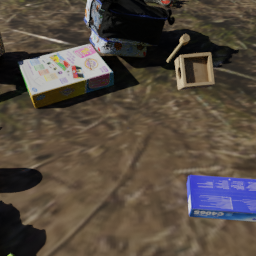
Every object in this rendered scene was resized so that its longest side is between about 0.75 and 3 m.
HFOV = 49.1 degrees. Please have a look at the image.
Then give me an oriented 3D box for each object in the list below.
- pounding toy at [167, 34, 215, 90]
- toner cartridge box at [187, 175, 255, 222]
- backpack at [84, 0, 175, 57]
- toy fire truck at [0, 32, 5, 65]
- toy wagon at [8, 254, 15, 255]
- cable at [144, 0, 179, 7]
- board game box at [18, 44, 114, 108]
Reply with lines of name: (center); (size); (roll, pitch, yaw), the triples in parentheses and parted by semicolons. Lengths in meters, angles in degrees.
pounding toy: (1.021, -1.140, 4.913); (0.785, 0.409, 0.894); (-7, 90, -6)
toner cartridge box: (2.006, 1.380, 5.499); (1.618, 0.349, 0.768); (4, 48, 4)
backpack: (-0.242, -3.428, 8.902); (2.514, 1.936, 2.394); (2, 42, -32)
toy fire truck: (-5.141, -1.831, 7.880); (2.478, 1.811, 2.815); (3, 36, 2)
toy wagon: (-3.001, 2.425, 4.391); (2.682, 0.531, 2.081); (32, 54, 28)
cable: (1.307, -5.520, 12.212); (1.763, 0.444, 0.856); (3, 62, 20)
board game box: (-1.842, -1.614, 8.264); (2.348, 0.473, 1.796); (-20, 49, -18)
